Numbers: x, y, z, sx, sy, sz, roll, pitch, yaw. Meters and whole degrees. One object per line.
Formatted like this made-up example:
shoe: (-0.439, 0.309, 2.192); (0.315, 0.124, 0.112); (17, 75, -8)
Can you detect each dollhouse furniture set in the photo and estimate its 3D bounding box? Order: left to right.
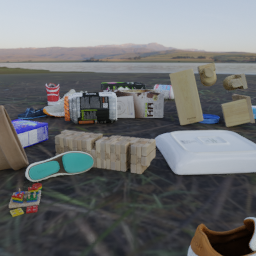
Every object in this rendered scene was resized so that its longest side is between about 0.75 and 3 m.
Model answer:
dollhouse furniture set: (3.331, -1.323, 11.730); (2.726, 2.593, 2.221); (-13, 8, 9)

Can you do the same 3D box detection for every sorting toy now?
sorting toy: (-1.935, 1.289, 5.271); (0.524, 0.184, 1.087); (-3, 15, -12)

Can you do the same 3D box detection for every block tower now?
block tower: (-0.653, 0.566, 7.063); (2.586, 0.698, 0.748); (5, 14, 22)

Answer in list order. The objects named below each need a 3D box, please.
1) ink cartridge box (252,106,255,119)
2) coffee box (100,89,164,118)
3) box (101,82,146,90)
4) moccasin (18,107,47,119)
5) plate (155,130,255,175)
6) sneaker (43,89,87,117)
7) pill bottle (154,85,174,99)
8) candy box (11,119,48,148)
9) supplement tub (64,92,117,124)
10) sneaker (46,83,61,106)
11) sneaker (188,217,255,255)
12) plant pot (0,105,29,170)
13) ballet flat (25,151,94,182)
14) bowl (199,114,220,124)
ink cartridge box: (6.141, -0.661, 12.361); (1.404, 0.468, 0.813); (6, 15, 21)
coffee box: (0.112, -1.153, 12.925); (2.869, 1.145, 1.622); (-1, 14, -2)
box: (-0.307, -1.669, 14.566); (2.173, 1.351, 1.614); (-1, 14, -9)
moccasin: (-4.295, -0.696, 12.526); (0.541, 0.459, 1.346); (12, 19, 40)
plate: (2.298, 0.523, 7.771); (2.770, 0.448, 2.764); (-1, 15, -5)
sneaker: (-2.875, -1.205, 13.110); (0.954, 1.159, 2.520); (10, 17, 39)
pill bottle: (2.518, -2.301, 17.964); (1.640, 0.892, 0.892); (5, 15, 19)
candy box: (-3.497, 0.208, 8.643); (1.342, 0.611, 1.587); (7, 15, 25)
supplement tub: (-1.502, -0.812, 11.338); (2.058, 1.261, 1.261); (-2, 14, -8)
sneaker: (-4.328, -2.046, 16.256); (0.783, 1.237, 2.199); (-3, 15, -13)
sneaker: (1.720, 1.500, 3.070); (2.065, 0.874, 0.752); (4, 13, 8)
plant pot: (-3.263, 0.419, 6.479); (1.376, 1.578, 1.578); (-22, 21, -17)
ballet flat: (-1.579, 0.864, 6.450); (1.575, 0.547, 0.547); (-10, 17, -33)
bowl: (3.320, -0.386, 11.830); (1.044, 0.205, 1.044); (0, 15, 0)
